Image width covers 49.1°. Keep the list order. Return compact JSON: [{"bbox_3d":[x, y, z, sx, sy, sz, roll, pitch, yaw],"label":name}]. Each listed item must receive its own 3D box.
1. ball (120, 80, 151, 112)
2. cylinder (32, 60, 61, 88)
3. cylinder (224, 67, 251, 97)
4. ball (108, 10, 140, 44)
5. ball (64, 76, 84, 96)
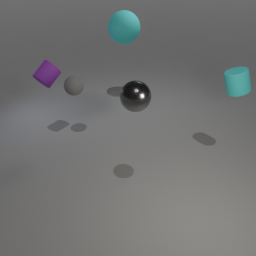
[{"bbox_3d":[0.167,-0.702,6.205,0.700,0.700,0.700,0,29,0],"label":"ball"},{"bbox_3d":[-2.772,-1.845,9.580,0.700,0.700,0.700,27,78,39],"label":"cylinder"},{"bbox_3d":[3.312,-1.404,8.475,0.700,0.700,0.700,-15,25,7],"label":"cylinder"},{"bbox_3d":[-0.168,-4.372,12.200,1.400,1.400,1.400,0,29,0],"label":"ball"},{"bbox_3d":[-1.901,-1.487,9.832,0.700,0.700,0.700,0,29,0],"label":"ball"}]
